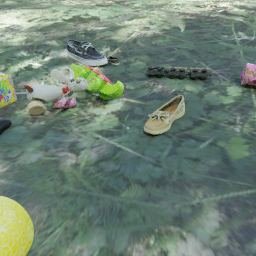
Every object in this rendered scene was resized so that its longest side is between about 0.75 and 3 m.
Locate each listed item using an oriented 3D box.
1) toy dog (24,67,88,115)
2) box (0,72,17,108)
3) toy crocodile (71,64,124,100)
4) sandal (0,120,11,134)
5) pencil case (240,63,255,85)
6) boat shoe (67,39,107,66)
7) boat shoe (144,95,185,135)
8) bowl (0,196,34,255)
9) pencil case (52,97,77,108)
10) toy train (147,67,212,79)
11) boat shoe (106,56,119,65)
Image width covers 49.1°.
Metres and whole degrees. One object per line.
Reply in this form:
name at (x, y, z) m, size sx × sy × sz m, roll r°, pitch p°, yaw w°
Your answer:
toy dog at (-2.496, -1.334, 9.169) m, size 2.135 × 1.028 × 1.408 m, roll -37°, pitch 67°, yaw -12°
box at (-5.113, -1.281, 9.774) m, size 1.552 × 0.983 × 1.611 m, roll 20°, pitch 38°, yaw 26°
toy crocodile at (-1.241, -1.801, 10.350) m, size 0.932 × 0.852 × 2.760 m, roll 28°, pitch 8°, yaw -48°
sandal at (-3.973, 0.088, 8.422) m, size 0.476 × 0.303 × 1.267 m, roll 10°, pitch 23°, yaw 16°
pencil case at (5.559, -1.952, 10.855) m, size 2.198 × 0.951 × 0.910 m, roll 11°, pitch 59°, yaw 15°
boat shoe at (-2.021, -3.686, 13.439) m, size 0.944 × 0.892 × 2.631 m, roll -28°, pitch 43°, yaw -35°
boat shoe at (1.162, -0.440, 8.850) m, size 0.723 × 0.618 × 1.972 m, roll 22°, pitch 39°, yaw 29°
bowl at (-2.744, 1.833, 5.170) m, size 1.790 × 0.963 × 1.790 m, roll -1°, pitch 34°, yaw 0°
pencil case at (-2.205, -0.878, 9.738) m, size 0.822 × 0.359 × 0.359 m, roll -5°, pitch 34°, yaw -7°
toy train at (2.152, -2.370, 11.926) m, size 2.710 × 0.462 × 0.621 m, roll 4°, pitch 22°, yaw 7°
boat shoe at (-0.820, -3.288, 13.379) m, size 1.009 × 0.304 × 0.360 m, roll 24°, pitch 41°, yaw 32°
